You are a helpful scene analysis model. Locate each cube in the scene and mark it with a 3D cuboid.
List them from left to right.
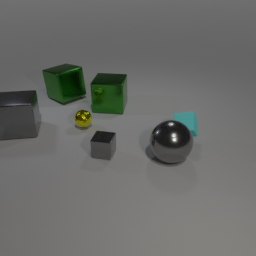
[{"bbox_3d":[-4.205,-0.523,10.711,1.400,1.400,1.400,-5,30,-8],"label":"cube"},{"bbox_3d":[-3.047,-2.192,13.476,1.400,1.400,1.400,-27,34,-36],"label":"cube"},{"bbox_3d":[-0.820,0.580,9.479,0.700,0.700,0.700,6,30,10],"label":"cube"},{"bbox_3d":[-0.812,-1.569,12.588,1.400,1.400,1.400,4,29,7],"label":"cube"},{"bbox_3d":[2.061,-0.107,9.961,0.700,0.700,0.700,-5,69,24],"label":"cube"}]

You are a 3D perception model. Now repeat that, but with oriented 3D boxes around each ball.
[{"bbox_3d":[-1.776,-0.368,11.063,0.700,0.700,0.700,0,29,0],"label":"ball"},{"bbox_3d":[1.395,0.438,9.052,1.400,1.400,1.400,0,29,0],"label":"ball"}]
